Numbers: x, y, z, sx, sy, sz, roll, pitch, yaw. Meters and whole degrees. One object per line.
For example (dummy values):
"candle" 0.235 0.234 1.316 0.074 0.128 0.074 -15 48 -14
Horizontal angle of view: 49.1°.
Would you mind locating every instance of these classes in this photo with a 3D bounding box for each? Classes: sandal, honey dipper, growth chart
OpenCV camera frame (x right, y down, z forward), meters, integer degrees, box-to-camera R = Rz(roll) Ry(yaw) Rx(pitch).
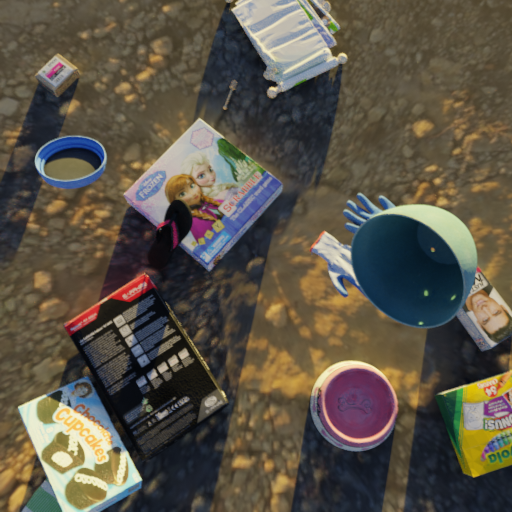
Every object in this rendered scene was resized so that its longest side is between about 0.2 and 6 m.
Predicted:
"sandal" -1.712 -0.371 10.865 0.598 0.359 1.592 35 114 13
"honey dipper" -0.596 -3.557 12.411 0.134 0.134 0.704 19 76 6
"growth chart" 0.726 -5.334 12.864 2.331 0.286 3.221 -22 74 -7

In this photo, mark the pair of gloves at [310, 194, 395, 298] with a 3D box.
"pair of gloves" 1.911 -0.165 9.745 1.574 0.223 1.957 38 74 21

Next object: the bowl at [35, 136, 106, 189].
"bowl" -3.328 -1.686 10.116 1.232 0.242 1.232 3 51 -3

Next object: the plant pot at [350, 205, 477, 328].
"plant pot" 2.440 -0.022 8.115 1.195 1.774 1.774 -33 74 -36

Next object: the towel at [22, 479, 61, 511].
"towel" -3.657 4.901 9.832 1.251 0.192 1.639 29 76 9

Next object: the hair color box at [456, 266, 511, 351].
"hair color box" 4.279 0.946 10.859 0.791 0.484 1.597 -30 76 -9

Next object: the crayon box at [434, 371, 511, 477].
"crayon box" 4.381 3.007 10.223 1.725 0.503 1.488 -16 74 -5

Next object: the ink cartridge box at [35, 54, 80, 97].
"ink cartridge box" -4.416 -4.014 12.464 0.622 0.284 0.755 37 78 9

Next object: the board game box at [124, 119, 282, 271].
"board game box" -1.072 -1.293 11.536 2.323 0.479 2.328 39 77 11

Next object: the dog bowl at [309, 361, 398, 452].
"dog bowl" 1.830 2.732 10.259 1.650 0.608 1.650 0 74 0

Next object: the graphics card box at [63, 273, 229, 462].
"graphics card box" -2.016 2.031 10.397 1.828 0.741 2.914 -34 75 -10

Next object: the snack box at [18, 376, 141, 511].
"snack box" -3.068 3.315 9.706 1.297 0.414 2.232 -23 58 -28
